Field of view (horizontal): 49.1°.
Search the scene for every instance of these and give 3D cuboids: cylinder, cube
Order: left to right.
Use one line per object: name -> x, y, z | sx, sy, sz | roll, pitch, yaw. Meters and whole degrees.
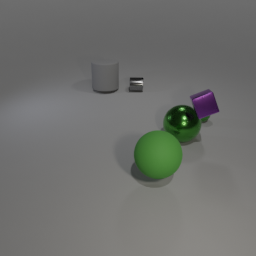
cylinder -> -1.178, -2.753, 14.536 | 1.400, 1.400, 1.400 | 0, 24, 0
cylinder -> 0.443, -2.274, 14.559 | 0.700, 0.700, 0.700 | 1, 31, 2
cube -> 2.529, -0.806, 9.305 | 0.700, 0.700, 0.700 | -21, 14, 11

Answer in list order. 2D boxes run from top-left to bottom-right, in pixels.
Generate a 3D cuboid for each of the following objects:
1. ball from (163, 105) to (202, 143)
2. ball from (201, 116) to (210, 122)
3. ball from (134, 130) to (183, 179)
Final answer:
ball -> 1.999, -0.160, 10.361 | 1.400, 1.400, 1.400 | 0, 31, 0
ball -> 3.117, -0.607, 11.780 | 0.700, 0.700, 0.700 | 0, 31, 0
ball -> 0.868, 0.767, 8.114 | 1.400, 1.400, 1.400 | 0, 31, 0
